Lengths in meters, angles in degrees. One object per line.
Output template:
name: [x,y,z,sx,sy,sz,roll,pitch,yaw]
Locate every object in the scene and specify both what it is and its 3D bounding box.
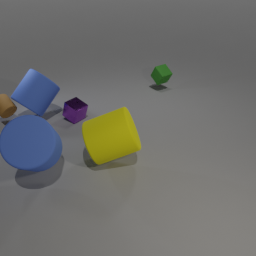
cylinder: [-0.481,0.238,8.523,1.400,1.400,1.400,-20,28,8]
cylinder: [-3.695,-1.405,11.256,1.400,1.400,1.400,27,82,39]
cylinder: [-4.876,-0.862,11.028,0.700,0.700,0.700,48,45,10]
cylinder: [-2.587,0.468,7.662,1.400,1.400,1.400,-4,-10,-7]
cube: [-2.167,-0.729,11.497,0.700,0.700,0.700,34,40,18]
cube: [1.713,-2.736,14.337,0.700,0.700,0.700,-21,69,-29]
